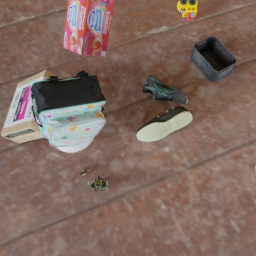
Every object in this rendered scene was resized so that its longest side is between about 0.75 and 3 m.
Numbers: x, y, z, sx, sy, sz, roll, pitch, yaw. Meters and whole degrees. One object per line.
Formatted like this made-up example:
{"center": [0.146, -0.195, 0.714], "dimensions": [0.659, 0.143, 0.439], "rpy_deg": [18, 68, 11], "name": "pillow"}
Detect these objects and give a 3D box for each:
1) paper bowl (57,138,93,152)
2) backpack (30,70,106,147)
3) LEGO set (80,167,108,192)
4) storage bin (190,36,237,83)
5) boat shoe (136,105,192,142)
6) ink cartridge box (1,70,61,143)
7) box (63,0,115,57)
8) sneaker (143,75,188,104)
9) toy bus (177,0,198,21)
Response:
{"center": [-2.083, 0.087, 10.484], "dimensions": [1.719, 0.894, 1.719], "rpy_deg": [0, 66, 0], "name": "paper bowl"}
{"center": [-1.758, -0.423, 8.407], "dimensions": [2.034, 2.314, 1.774], "rpy_deg": [-16, 81, -21], "name": "backpack"}
{"center": [-1.155, 1.905, 10.021], "dimensions": [0.795, 0.347, 1.224], "rpy_deg": [-29, 55, -15], "name": "LEGO set"}
{"center": [3.614, -2.933, 11.959], "dimensions": [1.150, 0.798, 1.702], "rpy_deg": [-29, 67, -12], "name": "storage bin"}
{"center": [1.321, -0.160, 10.739], "dimensions": [2.232, 0.817, 0.699], "rpy_deg": [-25, 37, -3], "name": "boat shoe"}
{"center": [-3.531, -0.763, 10.386], "dimensions": [1.940, 0.884, 2.354], "rpy_deg": [-14, 58, 37], "name": "ink cartridge box"}
{"center": [-1.330, -3.713, 9.500], "dimensions": [1.115, 2.336, 1.164], "rpy_deg": [-10, 32, -44], "name": "box"}
{"center": [1.492, -1.373, 11.370], "dimensions": [1.965, 0.741, 0.779], "rpy_deg": [32, 81, 21], "name": "sneaker"}
{"center": [2.831, -5.571, 13.346], "dimensions": [0.936, 0.635, 0.898], "rpy_deg": [1, 81, 3], "name": "toy bus"}
